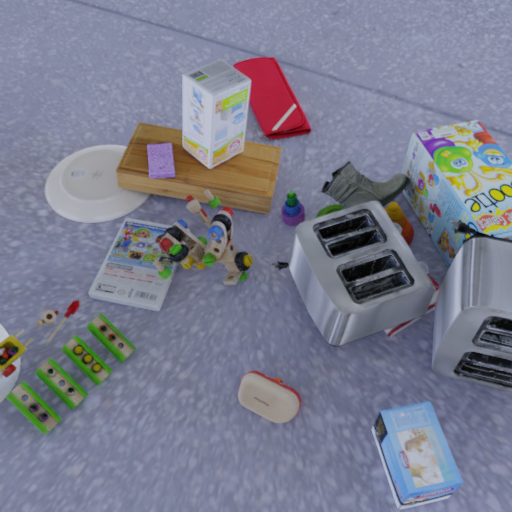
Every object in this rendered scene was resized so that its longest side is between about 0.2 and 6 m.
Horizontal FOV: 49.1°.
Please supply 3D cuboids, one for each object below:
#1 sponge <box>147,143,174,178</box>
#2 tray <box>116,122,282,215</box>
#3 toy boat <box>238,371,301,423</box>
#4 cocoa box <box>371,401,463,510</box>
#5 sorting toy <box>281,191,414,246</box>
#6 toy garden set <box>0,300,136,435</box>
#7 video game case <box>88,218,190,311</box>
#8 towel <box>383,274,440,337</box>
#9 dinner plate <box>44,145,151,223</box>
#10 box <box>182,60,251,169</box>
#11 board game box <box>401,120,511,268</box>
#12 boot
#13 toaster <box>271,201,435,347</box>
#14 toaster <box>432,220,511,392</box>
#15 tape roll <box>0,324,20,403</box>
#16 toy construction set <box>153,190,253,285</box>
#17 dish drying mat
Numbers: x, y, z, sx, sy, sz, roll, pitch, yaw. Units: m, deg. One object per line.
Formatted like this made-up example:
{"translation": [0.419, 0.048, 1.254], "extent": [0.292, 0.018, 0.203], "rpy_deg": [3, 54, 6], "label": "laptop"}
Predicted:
{"translation": [-2.124, -2.128, 12.473], "extent": [0.553, 0.148, 0.991], "rpy_deg": [-5, 53, -10], "label": "sponge"}
{"translation": [-1.261, -2.083, 13.021], "extent": [3.502, 0.649, 1.727], "rpy_deg": [10, 51, 2], "label": "tray"}
{"translation": [0.283, 2.392, 9.799], "extent": [1.110, 0.724, 0.726], "rpy_deg": [24, 26, 18], "label": "toy boat"}
{"translation": [2.525, 3.171, 8.954], "extent": [0.899, 0.885, 1.348], "rpy_deg": [-9, 53, -7], "label": "cocoa box"}
{"translation": [1.902, -0.934, 11.883], "extent": [2.904, 1.000, 1.007], "rpy_deg": [12, 56, 17], "label": "sorting toy"}
{"translation": [-3.495, 1.730, 9.901], "extent": [1.781, 0.426, 2.136], "rpy_deg": [45, 61, 0], "label": "toy garden set"}
{"translation": [-2.407, 0.132, 11.772], "extent": [1.496, 0.188, 2.090], "rpy_deg": [10, 53, 8], "label": "video game case"}
{"translation": [2.587, 0.449, 11.487], "extent": [1.611, 0.254, 2.237], "rpy_deg": [-28, 57, -19], "label": "towel"}
{"translation": [-3.699, -1.841, 13.253], "extent": [2.614, 0.317, 2.614], "rpy_deg": [-1, 51, 1], "label": "dinner plate"}
{"translation": [-0.898, -3.053, 12.189], "extent": [1.086, 1.931, 0.979], "rpy_deg": [-34, 61, -31], "label": "box"}
{"translation": [4.537, -1.140, 11.826], "extent": [1.626, 1.655, 3.156], "rpy_deg": [-12, 54, -10], "label": "board game box"}
{"translation": [2.402, -1.588, 12.166], "extent": [1.324, 0.686, 2.027], "rpy_deg": [49, 57, 0], "label": "boot"}
{"translation": [1.819, 0.328, 10.530], "extent": [2.397, 1.422, 2.167], "rpy_deg": [-17, 58, -13], "label": "toaster"}
{"translation": [4.361, 1.004, 9.599], "extent": [2.786, 2.519, 1.653], "rpy_deg": [13, 53, 10], "label": "toaster"}
{"translation": [-5.291, 1.979, 10.029], "extent": [1.902, 0.665, 1.902], "rpy_deg": [0, 53, 0], "label": "tape roll"}
{"translation": [-0.905, -0.218, 11.571], "extent": [1.737, 1.600, 2.083], "rpy_deg": [-27, 32, 16], "label": "toy construction set"}
{"translation": [0.392, -4.375, 15.197], "extent": [1.287, 0.305, 3.352], "rpy_deg": [-13, 53, -9], "label": "dish drying mat"}
